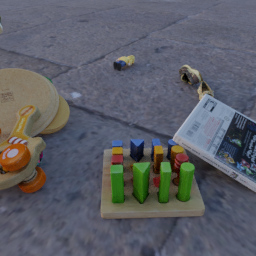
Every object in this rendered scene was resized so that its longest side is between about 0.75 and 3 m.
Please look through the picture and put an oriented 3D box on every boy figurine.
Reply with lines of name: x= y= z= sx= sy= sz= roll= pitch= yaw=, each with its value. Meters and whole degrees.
boy figurine: x=-0.152 y=-2.969 z=12.580 sx=0.775 sy=0.401 sz=1.246 roll=23 pitch=38 yaw=26

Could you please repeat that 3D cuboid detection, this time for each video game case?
video game case: x=2.556 y=0.228 z=7.118 sx=2.231 sy=0.287 sz=2.454 roll=32 pitch=41 yaw=12

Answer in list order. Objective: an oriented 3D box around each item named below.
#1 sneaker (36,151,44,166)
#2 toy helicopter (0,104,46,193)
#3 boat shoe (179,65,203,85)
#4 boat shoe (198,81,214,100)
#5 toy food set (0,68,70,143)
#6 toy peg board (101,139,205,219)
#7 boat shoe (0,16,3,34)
sneaker: x=-2.381 y=0.650 z=6.987 sx=0.508 sy=0.352 sz=0.842 roll=-20 pitch=45 yaw=-20
toy helicopter: x=-2.740 y=0.358 z=6.664 sx=1.696 sy=1.011 sz=2.564 roll=-9 pitch=43 yaw=9
boat shoe: x=2.314 y=-2.050 z=10.953 sx=0.544 sy=0.592 sz=1.656 roll=-28 pitch=27 yaw=-4
boat shoe: x=2.744 y=-1.249 z=9.911 sx=0.460 sy=0.393 sz=1.255 roll=-3 pitch=33 yaw=-4
toy food set: x=-3.446 y=-0.694 z=8.211 sx=2.969 sy=0.722 sz=2.938 roll=-29 pitch=62 yaw=-25
toy peg board: x=0.462 y=0.808 z=6.147 sx=2.072 sy=1.013 sz=2.063 roll=-1 pitch=33 yaw=-2
boat shoe: x=-4.374 y=-3.697 z=8.635 sx=0.630 sy=1.762 sz=0.527 roll=-11 pitch=66 yaw=-8
